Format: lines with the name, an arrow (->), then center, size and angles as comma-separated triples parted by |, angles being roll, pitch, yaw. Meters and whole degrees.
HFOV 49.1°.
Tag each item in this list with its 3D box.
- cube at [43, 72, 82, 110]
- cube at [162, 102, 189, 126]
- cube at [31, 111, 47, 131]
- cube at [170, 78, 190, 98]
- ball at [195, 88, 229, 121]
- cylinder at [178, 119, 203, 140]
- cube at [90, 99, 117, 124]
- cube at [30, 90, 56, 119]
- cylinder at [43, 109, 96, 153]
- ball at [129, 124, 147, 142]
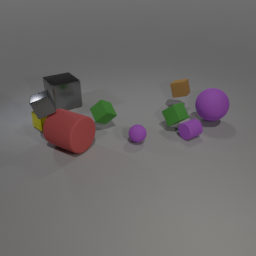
cube -> -3.212, -1.778, 13.783 | 1.400, 1.400, 1.400 | -18, 35, -28
cube -> 1.977, -0.568, 11.664 | 0.700, 0.700, 0.700 | -18, -8, -44
cube -> -3.628, -0.381, 12.029 | 0.700, 0.700, 0.700 | 26, 36, 36
cube -> 2.480, -1.889, 13.251 | 0.700, 0.700, 0.700 | -5, 19, 28
ball -> 3.599, -1.001, 11.980 | 1.400, 1.400, 1.400 | 0, 30, 0
cylinder -> 2.521, 0.050, 11.303 | 0.700, 0.700, 0.700 | -19, 35, -30
cube -> -1.026, -0.660, 11.678 | 0.700, 0.700, 0.700 | 14, 44, -57
cube -> -3.101, -0.865, 10.232 | 0.700, 0.700, 0.700 | -23, 31, -5
cylinder -> -2.180, 0.094, 10.493 | 1.400, 1.400, 1.400 | 16, 34, 29
ball -> 0.372, 0.211, 10.893 | 0.700, 0.700, 0.700 | 0, 30, 0
